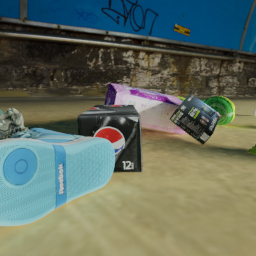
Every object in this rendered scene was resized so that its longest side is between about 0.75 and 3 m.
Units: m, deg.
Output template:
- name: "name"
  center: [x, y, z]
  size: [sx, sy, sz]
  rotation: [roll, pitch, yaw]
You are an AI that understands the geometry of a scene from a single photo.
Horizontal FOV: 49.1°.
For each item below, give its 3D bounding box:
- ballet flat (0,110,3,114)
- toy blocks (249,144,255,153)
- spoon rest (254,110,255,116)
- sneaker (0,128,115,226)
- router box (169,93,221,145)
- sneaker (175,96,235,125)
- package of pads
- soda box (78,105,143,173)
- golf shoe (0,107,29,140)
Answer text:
- name: "ballet flat"
  center: [-4.502, -0.050, 7.391]
  size: [0.862, 0.912, 2.707]
  rotation: [-26, -4, 24]
- name: "toy blocks"
  center: [3.281, -0.115, 4.937]
  size: [1.043, 1.427, 2.088]
  rotation: [-6, 9, -36]
- name: "spoon rest"
  center: [6.274, -0.799, 13.344]
  size: [0.854, 0.424, 0.259]
  rotation: [-10, 32, -28]
- name: "sneaker"
  center: [-1.273, 0.444, 3.281]
  size: [1.389, 0.846, 2.128]
  rotation: [7, 2, 32]
- name: "router box"
  center: [1.680, -0.265, 6.888]
  size: [0.994, 0.412, 1.327]
  rotation: [36, 33, 8]
- name: "sneaker"
  center: [2.360, -0.509, 10.007]
  size: [2.955, 1.094, 1.235]
  rotation: [6, 27, 46]
- name: "package of pads"
  center: [0.560, -0.569, 8.058]
  size: [2.373, 0.898, 1.430]
  rotation: [11, 16, -16]
- name: "soda box"
  center: [-0.309, 0.053, 5.602]
  size: [1.021, 0.914, 2.887]
  rotation: [0, 8, -2]
- name: "golf shoe"
  center: [-1.885, 0.329, 4.833]
  size: [0.620, 0.770, 1.583]
  rotation: [-17, 41, -19]
